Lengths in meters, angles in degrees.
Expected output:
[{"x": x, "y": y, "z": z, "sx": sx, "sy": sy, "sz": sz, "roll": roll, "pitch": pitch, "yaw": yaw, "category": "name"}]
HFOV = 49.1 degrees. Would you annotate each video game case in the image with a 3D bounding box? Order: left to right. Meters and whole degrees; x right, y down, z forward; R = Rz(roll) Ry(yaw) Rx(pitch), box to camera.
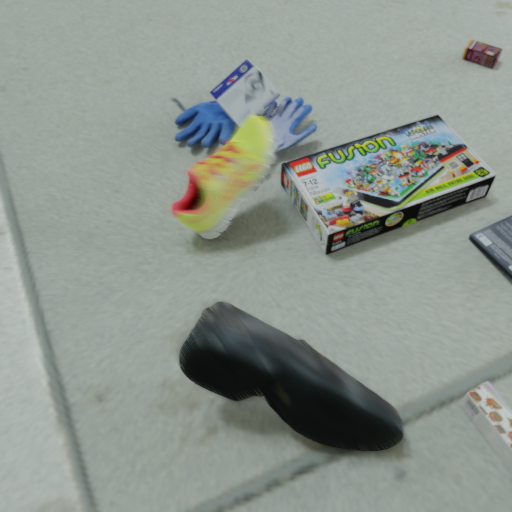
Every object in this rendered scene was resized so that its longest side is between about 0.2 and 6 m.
[{"x": 5.035, "y": -0.272, "z": 10.222, "sx": 1.808, "sy": 0.171, "sz": 1.291, "roll": -23, "pitch": 51, "yaw": -14, "category": "video game case"}]

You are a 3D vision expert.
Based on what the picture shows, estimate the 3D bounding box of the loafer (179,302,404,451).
[{"x": 0.622, "y": 1.649, "z": 7.944, "sx": 3.338, "sy": 1.215, "sz": 1.207, "roll": 30, "pitch": 38, "yaw": -7, "category": "loafer"}]

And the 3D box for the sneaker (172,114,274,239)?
[{"x": -0.608, "y": -1.426, "z": 9.776, "sx": 2.439, "sy": 1.101, "sz": 0.953, "roll": -58, "pitch": 44, "yaw": 13, "category": "sneaker"}]

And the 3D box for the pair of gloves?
[{"x": -0.215, "y": -2.880, "z": 12.018, "sx": 2.935, "sy": 0.334, "sz": 2.359, "roll": 20, "pitch": 58, "yaw": 21, "category": "pair of gloves"}]

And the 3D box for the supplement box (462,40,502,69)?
[{"x": 5.505, "y": -4.920, "z": 13.661, "sx": 0.790, "sy": 0.338, "sz": 0.436, "roll": 27, "pitch": 58, "yaw": 19, "category": "supplement box"}]

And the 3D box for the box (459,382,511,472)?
[{"x": 3.759, "y": 2.813, "z": 7.865, "sx": 0.421, "sy": 0.451, "sz": 2.176, "roll": -23, "pitch": 56, "yaw": -16, "category": "box"}]

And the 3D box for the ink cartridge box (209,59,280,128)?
[{"x": -0.268, "y": -3.476, "z": 11.914, "sx": 1.125, "sy": 0.229, "sz": 1.128, "roll": -42, "pitch": 81, "yaw": 4, "category": "ink cartridge box"}]

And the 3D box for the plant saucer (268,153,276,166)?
[{"x": 0.106, "y": -2.092, "z": 11.682, "sx": 0.609, "sy": 0.153, "sz": 0.609, "roll": 0, "pitch": 53, "yaw": 0, "category": "plant saucer"}]

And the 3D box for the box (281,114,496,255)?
[{"x": 2.513, "y": -1.474, "z": 10.920, "sx": 3.620, "sy": 0.628, "sz": 1.992, "roll": -20, "pitch": 56, "yaw": -14, "category": "box"}]
